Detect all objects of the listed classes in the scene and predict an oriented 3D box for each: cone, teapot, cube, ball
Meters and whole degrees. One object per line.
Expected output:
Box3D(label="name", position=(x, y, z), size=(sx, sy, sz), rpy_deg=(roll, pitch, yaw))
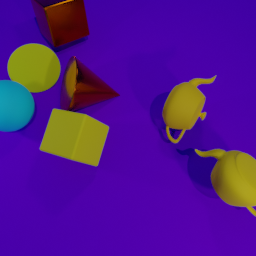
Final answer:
Box3D(label="cone", position=(-0.922, -1.052, 7.808), size=(1.555, 1.549, 1.549), rpy_deg=(8, 58, -26))
Box3D(label="teapot", position=(1.507, -0.541, 7.004), size=(0.965, 1.226, 1.972), rpy_deg=(27, 91, 20))
Box3D(label="cube", position=(-1.243, 0.234, 6.645), size=(1.024, 1.024, 1.024), rpy_deg=(11, 80, 30))
Box3D(label="ball", position=(-3.007, -0.547, 6.991), size=(1.279, 1.279, 1.279), rpy_deg=(0, 62, 0))
Box3D(label="cone", position=(-2.864, -1.986, 8.349), size=(1.412, 1.412, 1.417), rpy_deg=(-23, 38, -12))
Box3D(label="cube", position=(-2.070, -3.441, 8.597), size=(1.227, 1.227, 1.227), rpy_deg=(-28, 49, -20))
Box3D(label="teapot", position=(2.267, 1.085, 6.018), size=(1.958, 0.959, 1.218), rpy_deg=(51, 42, 7))
